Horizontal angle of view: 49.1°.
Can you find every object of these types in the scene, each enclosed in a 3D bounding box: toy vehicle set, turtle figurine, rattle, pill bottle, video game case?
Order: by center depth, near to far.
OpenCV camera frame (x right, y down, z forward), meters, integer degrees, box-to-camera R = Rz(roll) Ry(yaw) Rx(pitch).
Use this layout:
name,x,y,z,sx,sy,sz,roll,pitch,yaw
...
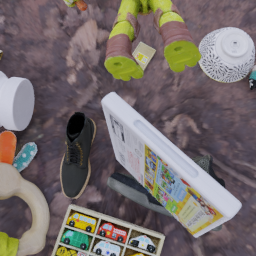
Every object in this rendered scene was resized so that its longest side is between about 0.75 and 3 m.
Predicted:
name,x,y,z,sx,sy,sz,roll,pitch,yaw
video game case,0.428,0.618,3.713,0.226,1.976,1.799,-41,68,-16
turtle figurine,0.351,-1.868,3.817,2.851,0.918,2.299,-5,66,0
pill bottle,-3.732,-0.717,6.643,2.631,1.523,1.523,8,81,1
toy vehicle set,-0.498,2.915,6.657,2.408,0.319,1.496,17,81,3
rattle,-3.049,1.798,6.787,1.851,2.031,2.843,-6,62,-33
toy vehicle set,0.346,-1.880,7.548,0.489,0.104,0.787,31,82,5

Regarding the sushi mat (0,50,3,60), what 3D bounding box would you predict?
name,x,y,z,sx,sy,sz,roll,pitch,yaw
sushi mat,-4.739,-2.047,7.558,2.520,0.153,1.206,25,81,4

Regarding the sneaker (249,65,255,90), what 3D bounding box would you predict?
name,x,y,z,sx,sy,sz,roll,pitch,yaw
sneaker,3.986,-1.026,7.187,1.756,0.627,0.702,18,85,9

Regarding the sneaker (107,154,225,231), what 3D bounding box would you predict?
name,x,y,z,sx,sy,sz,roll,pitch,yaw
sneaker,0.992,1.228,6.581,2.825,1.080,1.618,17,79,0

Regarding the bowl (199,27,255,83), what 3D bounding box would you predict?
name,x,y,z,sx,sy,sz,roll,pitch,yaw
bowl,2.655,-2.026,7.262,1.548,0.726,1.548,0,80,1

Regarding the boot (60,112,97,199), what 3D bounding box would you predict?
name,x,y,z,sx,sy,sz,roll,pitch,yaw
boot,-1.275,0.638,6.485,0.780,1.393,2.014,6,81,1
